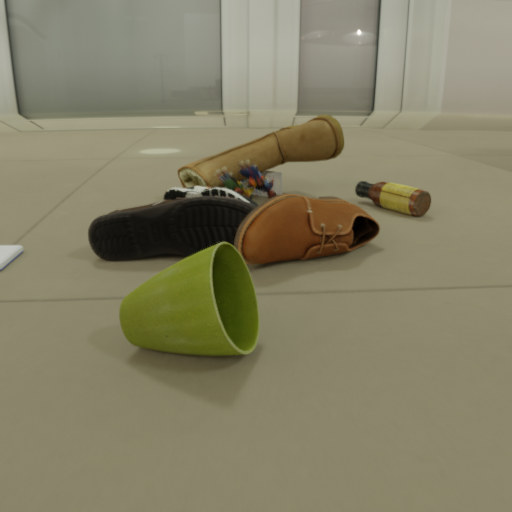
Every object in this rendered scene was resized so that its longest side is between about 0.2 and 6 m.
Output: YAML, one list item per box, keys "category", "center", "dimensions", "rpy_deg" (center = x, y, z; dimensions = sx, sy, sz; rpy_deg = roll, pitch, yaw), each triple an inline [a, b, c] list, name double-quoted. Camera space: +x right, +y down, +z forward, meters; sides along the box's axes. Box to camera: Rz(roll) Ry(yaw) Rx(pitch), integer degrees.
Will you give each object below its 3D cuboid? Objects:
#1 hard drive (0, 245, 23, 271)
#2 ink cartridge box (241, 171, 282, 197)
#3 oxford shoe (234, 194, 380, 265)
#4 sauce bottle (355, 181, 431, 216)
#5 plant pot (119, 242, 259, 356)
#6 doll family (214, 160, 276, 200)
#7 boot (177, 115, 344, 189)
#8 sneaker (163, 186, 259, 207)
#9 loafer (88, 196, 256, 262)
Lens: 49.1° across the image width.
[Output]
- category: "hard drive"
  center: [-5.193, 0.064, 10.901]
  dimensions: [0.834, 0.160, 1.263]
  rpy_deg: [0, 19, -1]
- category: "ink cartridge box"
  center: [0.158, -2.158, 16.575]
  dimensions: [1.225, 0.705, 0.416]
  rpy_deg: [12, 22, 34]
- category: "oxford shoe"
  center: [1.122, -0.503, 10.961]
  dimensions: [3.636, 1.297, 1.296]
  rpy_deg: [-15, 29, -41]
- category: "sauce bottle"
  center: [3.582, -1.608, 14.927]
  dimensions: [0.740, 0.740, 2.241]
  rpy_deg: [-12, 24, -31]
- category: "plant pot"
  center: [-0.949, 0.715, 7.401]
  dimensions: [1.559, 1.458, 1.458]
  rpy_deg: [-15, 14, 19]
- category: "doll family"
  center: [-0.192, -1.831, 14.444]
  dimensions: [1.880, 0.738, 1.087]
  rpy_deg: [-28, 66, -33]
- category: "boot"
  center: [0.114, -2.632, 15.486]
  dimensions: [3.765, 1.245, 3.297]
  rpy_deg: [-25, 14, -24]
- category: "sneaker"
  center: [-0.855, -1.192, 13.175]
  dimensions: [2.998, 1.105, 1.199]
  rpy_deg: [17, 24, 40]
- category: "loafer"
  center: [-1.564, -0.683, 11.272]
  dimensions: [3.436, 1.255, 1.220]
  rpy_deg: [-1, 19, 1]
